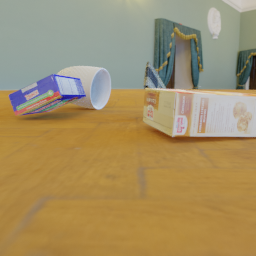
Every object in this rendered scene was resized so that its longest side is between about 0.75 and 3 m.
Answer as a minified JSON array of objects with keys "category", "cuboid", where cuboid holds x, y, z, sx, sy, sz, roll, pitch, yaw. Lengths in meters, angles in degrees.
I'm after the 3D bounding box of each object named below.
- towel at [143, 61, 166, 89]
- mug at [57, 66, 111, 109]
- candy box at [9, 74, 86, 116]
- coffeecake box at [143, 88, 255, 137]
[{"category":"towel","cuboid":[1.091,-1.386,10.577,0.316,1.832,1.764,-23,34,24]},{"category":"mug","cuboid":[-2.589,-2.038,14.091,2.471,2.080,2.818,12,24,22]},{"category":"candy box","cuboid":[-3.086,-1.293,11.127,2.030,0.925,2.401,-20,0,16]},{"category":"coffeecake box","cuboid":[2.190,-0.476,7.805,2.999,1.096,2.302,1,10,-15]}]
